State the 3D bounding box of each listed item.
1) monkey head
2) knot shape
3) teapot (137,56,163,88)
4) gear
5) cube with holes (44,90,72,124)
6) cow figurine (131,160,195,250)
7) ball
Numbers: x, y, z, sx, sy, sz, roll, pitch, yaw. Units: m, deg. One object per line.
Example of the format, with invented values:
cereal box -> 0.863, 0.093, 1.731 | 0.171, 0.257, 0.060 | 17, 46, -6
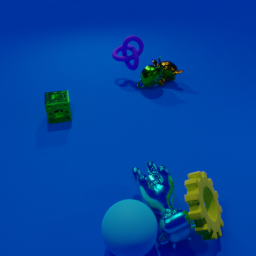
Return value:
monkey head -> 1.444, -2.137, 10.850 | 1.310, 0.790, 0.943 | 26, 54, 20
knot shape -> -0.044, -2.894, 10.819 | 1.190, 1.272, 0.588 | 8, 6, 21
teapot -> 0.858, -2.016, 10.433 | 0.704, 1.437, 0.894 | 53, 25, 20
gear -> 1.598, 1.596, 5.838 | 0.250, 1.354, 1.354 | -21, 29, 30
cube with holes -> -2.268, -0.691, 9.127 | 0.750, 0.750, 0.750 | -8, 40, -10
cow figurine -> 0.737, 1.643, 6.141 | 0.926, 1.660, 1.687 | -23, 6, -10
ball -> 0.032, 1.979, 5.520 | 1.107, 1.107, 1.107 | 0, 39, 0
